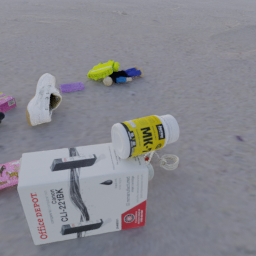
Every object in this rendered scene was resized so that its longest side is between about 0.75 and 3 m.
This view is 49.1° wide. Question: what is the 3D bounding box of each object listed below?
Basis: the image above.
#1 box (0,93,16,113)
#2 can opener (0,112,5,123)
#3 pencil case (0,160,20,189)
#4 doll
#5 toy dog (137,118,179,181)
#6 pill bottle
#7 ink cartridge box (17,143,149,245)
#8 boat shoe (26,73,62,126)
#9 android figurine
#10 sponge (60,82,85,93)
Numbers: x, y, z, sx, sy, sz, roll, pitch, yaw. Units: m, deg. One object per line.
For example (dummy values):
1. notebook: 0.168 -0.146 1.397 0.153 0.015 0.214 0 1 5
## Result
1. box: -5.178 -1.019 11.447 0.861 0.416 0.757 20 39 27
2. can opener: -5.278 0.277 9.374 0.904 1.121 2.851 -28 17 32
3. pencil case: -3.125 1.280 7.841 1.724 0.746 0.714 -17 -6 -24
4. doll: -0.254 -2.517 13.552 2.127 0.515 1.451 -23 39 -30
5. toy dog: 0.461 0.484 8.339 1.410 1.030 2.139 -24 34 -10
6. pill bottle: 0.380 0.143 6.039 1.332 0.761 0.761 -14 37 -23
7. ink cartridge box: -0.972 1.470 6.465 2.663 1.922 1.115 -6 35 -9
8. boat shoe: -3.146 -1.158 11.181 1.032 1.054 2.977 0 44 0
9. android figurine: -1.227 -2.835 13.764 1.641 0.370 1.803 -13 31 13
10. sponge: -2.585 -1.890 12.953 1.068 0.159 0.596 -11 37 -16
